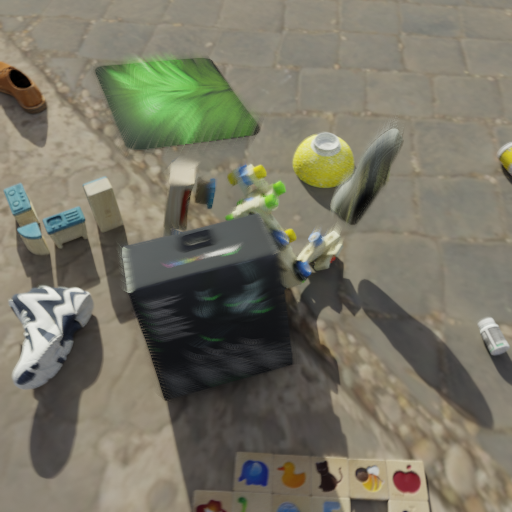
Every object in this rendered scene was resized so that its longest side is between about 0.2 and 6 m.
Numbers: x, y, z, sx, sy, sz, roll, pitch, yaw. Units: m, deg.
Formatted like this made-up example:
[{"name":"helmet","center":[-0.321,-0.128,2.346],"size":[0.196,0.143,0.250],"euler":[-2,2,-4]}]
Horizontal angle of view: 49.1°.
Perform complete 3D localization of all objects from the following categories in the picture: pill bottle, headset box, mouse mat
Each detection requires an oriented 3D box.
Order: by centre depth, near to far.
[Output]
[{"name":"headset box","center":[-0.724,0.760,8.825],"size":[2.231,2.563,1.189],"euler":[-15,38,-7]},{"name":"pill bottle","center":[4.183,1.425,9.907],"size":[0.335,0.335,0.592],"euler":[-11,56,-8]},{"name":"mouse mat","center":[-1.589,-3.037,10.787],"size":[2.514,0.118,3.125],"euler":[-12,46,-20]},{"name":"pill bottle","center":[5.757,-1.962,12.189],"size":[0.538,0.538,0.968],"euler":[-17,58,-12]}]

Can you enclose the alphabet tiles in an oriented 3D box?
[{"name":"alphabet tiles","center":[0.773,4.359,7.963],"size":[3.540,0.134,2.959],"euler":[2,55,2]}]

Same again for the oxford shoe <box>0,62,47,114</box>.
[{"name":"oxford shoe","center":[-5.969,-4.374,13.758],"size":[2.236,0.797,0.797],"euler":[36,63,25]}]

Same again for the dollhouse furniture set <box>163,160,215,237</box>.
[{"name":"dollhouse furniture set","center":[-0.925,-0.376,9.803],"size":[1.410,2.000,1.401],"euler":[7,35,-10]}]

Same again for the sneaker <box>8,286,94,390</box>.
[{"name":"sneaker","center":[-3.892,1.289,9.722],"size":[1.314,0.806,2.020],"euler":[15,56,12]}]

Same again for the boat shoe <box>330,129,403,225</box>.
[{"name":"boat shoe","center":[2.121,-1.420,10.294],"size":[0.688,1.925,0.575],"euler":[-3,46,-45]}]

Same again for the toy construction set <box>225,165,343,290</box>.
[{"name":"toy construction set","center":[0.452,-0.417,10.288],"size":[2.620,1.207,1.718],"euler":[38,31,-25]}]

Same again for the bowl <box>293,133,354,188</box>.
[{"name":"bowl","center":[1.504,-2.236,12.260],"size":[1.376,0.740,1.376],"euler":[0,55,0]}]

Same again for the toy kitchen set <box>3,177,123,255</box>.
[{"name":"toy kitchen set","center":[-3.928,-1.144,11.236],"size":[1.931,1.137,1.547],"euler":[-23,58,-16]}]
